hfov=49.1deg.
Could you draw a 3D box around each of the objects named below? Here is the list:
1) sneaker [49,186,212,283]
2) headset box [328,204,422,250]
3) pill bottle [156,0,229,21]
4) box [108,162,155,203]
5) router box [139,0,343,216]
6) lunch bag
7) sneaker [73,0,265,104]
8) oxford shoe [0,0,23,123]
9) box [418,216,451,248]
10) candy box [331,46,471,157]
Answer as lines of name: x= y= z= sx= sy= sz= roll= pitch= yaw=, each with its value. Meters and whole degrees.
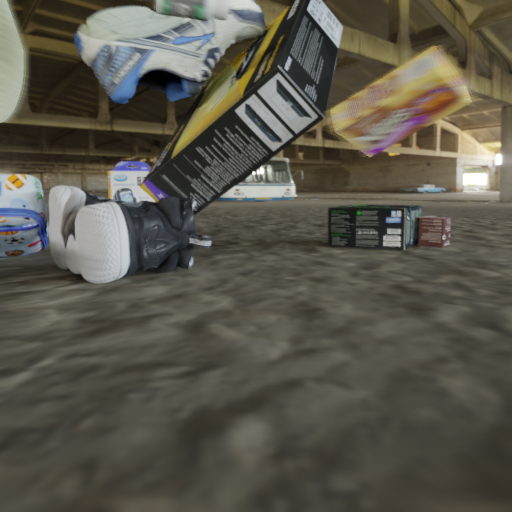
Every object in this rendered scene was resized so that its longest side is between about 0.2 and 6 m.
sneaker: x=-1.843 y=-0.337 z=7.912 sx=1.746 sy=1.158 sz=3.068 roll=-3 pitch=13 yaw=-32
headset box: x=2.472 y=-0.619 z=11.450 sx=1.547 sy=0.824 sz=1.777 roll=3 pitch=7 yaw=27
pill bottle: x=-0.787 y=-3.219 z=6.986 sx=0.876 sy=0.496 sz=0.496 roll=4 pitch=6 yaw=-9
box: x=-3.024 y=-1.371 z=13.638 sx=1.080 sy=1.814 sz=0.376 roll=-3 pitch=7 yaw=-24
router box: x=-0.121 y=-2.930 z=10.570 sx=3.377 sy=1.122 sz=4.295 roll=-33 pitch=25 yaw=33
lunch bag: x=-4.502 y=-0.597 z=8.524 sx=2.477 sy=0.936 sz=1.985 roll=-4 pitch=-15 yaw=-18
sneaker: x=-1.283 y=-3.568 z=10.049 sx=3.664 sy=1.561 sz=1.412 roll=-25 pitch=3 yaw=-28
oxford shoe: x=-3.763 y=-3.074 z=7.521 sx=0.961 sy=2.555 sz=0.738 roll=-19 pitch=24 yaw=-39
box: x=3.572 y=-0.486 z=11.211 sx=0.503 sy=0.613 sz=0.509 roll=5 pitch=9 yaw=34
candy box: x=1.905 y=-2.002 z=7.491 sx=1.571 sy=0.443 sz=0.916 roll=-27 pitch=-31 yaw=33
